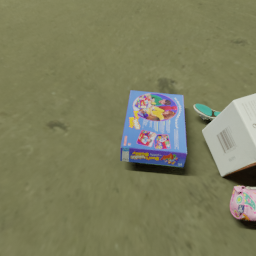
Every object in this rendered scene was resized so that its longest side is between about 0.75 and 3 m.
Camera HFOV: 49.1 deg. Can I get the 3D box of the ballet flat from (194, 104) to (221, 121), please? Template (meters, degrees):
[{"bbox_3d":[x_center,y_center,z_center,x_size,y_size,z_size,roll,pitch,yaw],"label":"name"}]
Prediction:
[{"bbox_3d":[2.427,-0.361,8.235,1.159,0.402,0.402,17,53,-3],"label":"ballet flat"}]

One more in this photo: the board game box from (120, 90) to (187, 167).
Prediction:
[{"bbox_3d":[0.731,-0.077,7.725,1.613,0.537,2.399,6,43,3],"label":"board game box"}]

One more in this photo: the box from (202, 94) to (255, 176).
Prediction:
[{"bbox_3d":[3.519,0.005,6.825,2.597,1.978,1.381,-16,72,-11],"label":"box"}]

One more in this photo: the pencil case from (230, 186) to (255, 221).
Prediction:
[{"bbox_3d":[3.256,1.705,6.286,1.843,0.806,0.806,4,52,0],"label":"pencil case"}]
